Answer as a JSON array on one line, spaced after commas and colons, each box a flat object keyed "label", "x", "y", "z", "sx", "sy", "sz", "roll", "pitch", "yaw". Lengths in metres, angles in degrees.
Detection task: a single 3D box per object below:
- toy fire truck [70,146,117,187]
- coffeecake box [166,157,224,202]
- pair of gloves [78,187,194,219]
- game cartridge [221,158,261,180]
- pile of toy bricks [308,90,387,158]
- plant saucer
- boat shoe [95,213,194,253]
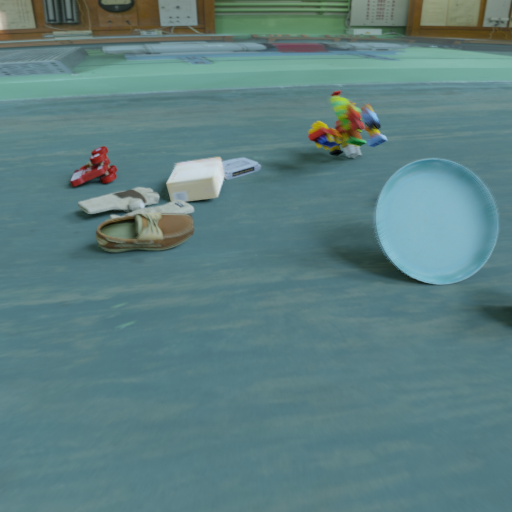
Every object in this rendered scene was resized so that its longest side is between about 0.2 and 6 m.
[{"label": "toy fire truck", "x": -4.368, "y": -2.303, "z": 14.902, "sx": 1.115, "sy": 0.744, "sz": 1.327, "roll": -21, "pitch": 28, "yaw": -1}, {"label": "coffeecake box", "x": -1.492, "y": -1.918, "z": 14.047, "sx": 1.171, "sy": 0.557, "sz": 1.525, "roll": -7, "pitch": 27, "yaw": 7}, {"label": "pair of gloves", "x": -2.750, "y": -1.031, "z": 12.734, "sx": 2.188, "sy": 0.384, "sz": 1.861, "roll": 24, "pitch": 34, "yaw": 37}, {"label": "game cartridge", "x": -0.627, "y": -2.440, "z": 15.580, "sx": 1.298, "sy": 0.263, "sz": 0.865, "roll": -22, "pitch": 38, "yaw": -36}, {"label": "pile of toy bricks", "x": 2.454, "y": -3.749, "z": 15.277, "sx": 1.695, "sy": 1.508, "sz": 3.055, "roll": -25, "pitch": -10, "yaw": 30}, {"label": "plant saucer", "x": 3.306, "y": -0.628, "z": 10.381, "sx": 2.342, "sy": 2.342, "sz": 0.321, "roll": -4, "pitch": -7, "yaw": -7}, {"label": "boat shoe", "x": -2.204, "y": -0.496, "z": 11.089, "sx": 1.954, "sy": 0.722, "sz": 0.739, "roll": -12, "pitch": 72, "yaw": -8}]
